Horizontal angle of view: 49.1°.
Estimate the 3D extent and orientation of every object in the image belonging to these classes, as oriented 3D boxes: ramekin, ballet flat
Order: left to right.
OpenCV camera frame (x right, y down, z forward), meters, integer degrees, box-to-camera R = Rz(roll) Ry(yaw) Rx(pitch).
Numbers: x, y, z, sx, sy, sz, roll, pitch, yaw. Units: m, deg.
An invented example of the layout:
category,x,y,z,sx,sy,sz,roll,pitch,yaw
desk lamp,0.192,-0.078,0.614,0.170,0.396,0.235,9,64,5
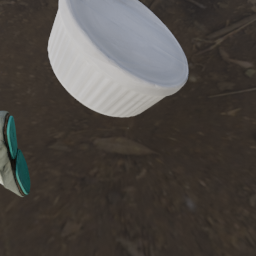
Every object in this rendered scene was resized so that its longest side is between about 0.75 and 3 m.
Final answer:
category,x,y,z,sx,sy,sz,roll,pitch,yaw
ballet flat,-1.904,0.445,4.248,0.575,1.805,0.608,-2,46,-9
ramekin,-0.217,-1.306,4.918,2.495,1.162,2.495,24,44,-25
